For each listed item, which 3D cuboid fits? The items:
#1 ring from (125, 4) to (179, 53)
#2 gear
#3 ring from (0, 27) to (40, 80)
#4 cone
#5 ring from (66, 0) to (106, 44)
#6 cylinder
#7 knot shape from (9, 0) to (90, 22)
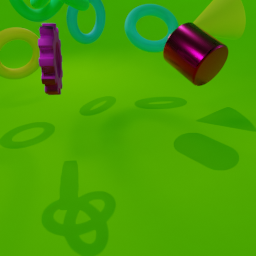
[{"bbox_3d":[0.900,-3.740,10.462,2.052,0.410,2.052,2,72,-5],"label":"ring"},{"bbox_3d":[-1.757,-1.566,6.473,0.292,1.578,1.578,-2,30,-6],"label":"gear"},{"bbox_3d":[-3.362,-2.206,8.451,1.691,1.691,0.338,-19,52,-30],"label":"ring"},{"bbox_3d":[2.639,-3.453,9.238,1.661,1.655,1.655,-22,33,-5],"label":"cone"},{"bbox_3d":[-1.497,-3.997,10.238,0.364,1.818,1.818,23,37,33],"label":"ring"},{"bbox_3d":[1.840,-2.020,7.704,1.274,1.274,1.274,-21,55,-32],"label":"cylinder"},{"bbox_3d":[-1.601,-2.570,5.440,1.455,0.719,1.555,-9,9,11],"label":"knot shape"}]
